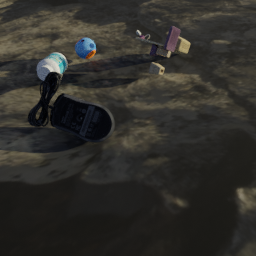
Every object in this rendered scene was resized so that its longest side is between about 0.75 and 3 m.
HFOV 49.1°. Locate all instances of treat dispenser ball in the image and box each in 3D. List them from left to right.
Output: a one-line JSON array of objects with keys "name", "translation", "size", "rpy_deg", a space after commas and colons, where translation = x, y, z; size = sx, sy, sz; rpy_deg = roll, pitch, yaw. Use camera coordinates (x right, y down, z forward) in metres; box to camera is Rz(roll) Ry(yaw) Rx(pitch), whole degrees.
[{"name": "treat dispenser ball", "translation": [-1.687, -3.157, 11.118], "size": [0.818, 0.818, 0.818], "rpy_deg": [0, 46, 0]}]

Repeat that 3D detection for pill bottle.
[{"name": "pill bottle", "translation": [-2.709, -2.129, 9.919], "size": [0.797, 0.797, 1.439], "rpy_deg": [3, 29, 3]}]

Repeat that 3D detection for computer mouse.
[{"name": "computer mouse", "translation": [-1.543, -0.444, 8.462], "size": [2.598, 0.685, 1.799], "rpy_deg": [25, 91, 9]}]

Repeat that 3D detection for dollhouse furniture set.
[{"name": "dollhouse furniture set", "translation": [1.257, -3.076, 11.137], "size": [1.602, 1.789, 2.257], "rpy_deg": [25, 18, 28]}]
